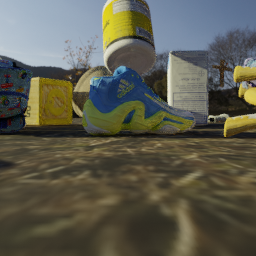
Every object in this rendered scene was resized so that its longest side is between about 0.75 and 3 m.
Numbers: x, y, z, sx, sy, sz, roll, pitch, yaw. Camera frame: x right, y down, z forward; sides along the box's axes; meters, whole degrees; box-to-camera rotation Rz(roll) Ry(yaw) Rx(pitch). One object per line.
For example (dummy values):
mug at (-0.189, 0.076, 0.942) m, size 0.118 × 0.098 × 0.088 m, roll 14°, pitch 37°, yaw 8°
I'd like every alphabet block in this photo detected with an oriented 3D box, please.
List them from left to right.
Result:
alphabet block at (-3.485, -1.006, 11.276) m, size 1.835 × 1.802 × 1.793 m, roll 2°, pitch 4°, yaw 32°

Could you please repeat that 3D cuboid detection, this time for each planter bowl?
planter bowl at (-0.941, -1.266, 12.875) m, size 1.806 × 2.683 × 2.683 m, roll 35°, pitch 21°, yaw 30°

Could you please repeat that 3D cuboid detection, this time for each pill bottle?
pill bottle at (-0.015, -3.204, 8.950) m, size 1.594 × 2.865 × 1.594 m, roll -3°, pitch -26°, yaw -1°

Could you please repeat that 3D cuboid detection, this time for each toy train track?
toy train track at (2.929, -1.710, 8.647) m, size 0.617 × 1.076 × 0.175 m, roll 21°, pitch 58°, yaw 31°

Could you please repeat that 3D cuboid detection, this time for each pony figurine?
pony figurine at (3.185, -0.631, 4.581) m, size 2.674 × 2.227 × 2.581 m, roll 5°, pitch 37°, yaw 30°

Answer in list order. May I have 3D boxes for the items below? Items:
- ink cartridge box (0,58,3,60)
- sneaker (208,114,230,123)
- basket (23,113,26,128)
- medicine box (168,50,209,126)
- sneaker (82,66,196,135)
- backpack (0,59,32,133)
ink cartridge box at (-5.246, -1.395, 8.909) m, size 2.677 × 1.128 × 1.954 m, roll -31°, pitch -17°, yaw -3°
sneaker at (5.140, -0.489, 15.924) m, size 1.268 × 0.480 × 0.583 m, roll -7°, pitch 7°, yaw 20°
basket at (-4.053, -0.591, 8.190) m, size 1.537 × 1.247 × 1.551 m, roll 0°, pitch 0°, yaw 33°
medicine box at (2.250, -1.428, 10.887) m, size 1.363 × 2.648 × 2.412 m, roll 0°, pitch 2°, yaw 7°
sneaker at (0.343, -0.551, 5.630) m, size 2.570 × 1.350 × 0.973 m, roll -2°, pitch 3°, yaw -32°
backpack at (-3.018, -0.655, 5.769) m, size 2.085 × 1.536 × 2.283 m, roll -1°, pitch 2°, yaw -31°
